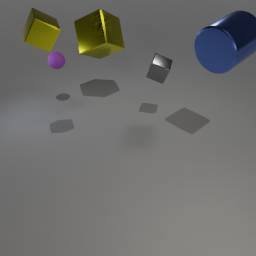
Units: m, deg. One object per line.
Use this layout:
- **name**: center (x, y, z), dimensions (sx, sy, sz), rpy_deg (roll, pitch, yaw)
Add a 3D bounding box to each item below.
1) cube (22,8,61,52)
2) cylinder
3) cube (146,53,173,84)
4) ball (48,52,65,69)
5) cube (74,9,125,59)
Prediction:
- **cube**: center (-2.249, -2.533, 7.264), dimensions (0.700, 0.700, 0.700), rpy_deg (15, 33, -36)
- **cylinder**: center (2.912, -2.498, 8.162), dimensions (1.400, 1.400, 1.400), rpy_deg (-34, 45, -27)
- **cube**: center (1.172, -2.217, 10.464), dimensions (0.700, 0.700, 0.700), rpy_deg (22, 48, -2)
- **ball**: center (-2.930, -2.767, 11.483), dimensions (0.700, 0.700, 0.700), rpy_deg (0, 33, 0)
- **cube**: center (-1.164, -3.829, 11.608), dimensions (1.400, 1.400, 1.400), rpy_deg (-11, -2, 30)
